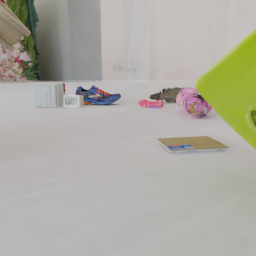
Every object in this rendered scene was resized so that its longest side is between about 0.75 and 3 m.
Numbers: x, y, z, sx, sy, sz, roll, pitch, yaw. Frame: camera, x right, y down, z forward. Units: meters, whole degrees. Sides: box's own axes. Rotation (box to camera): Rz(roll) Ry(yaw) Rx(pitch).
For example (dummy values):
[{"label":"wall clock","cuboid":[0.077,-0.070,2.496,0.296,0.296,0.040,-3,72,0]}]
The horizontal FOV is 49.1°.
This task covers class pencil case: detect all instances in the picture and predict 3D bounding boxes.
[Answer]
[{"label":"pencil case","cuboid":[2.292,-0.947,9.870,0.984,0.942,2.275,44,10,-6]}]

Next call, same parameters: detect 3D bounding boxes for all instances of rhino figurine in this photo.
[{"label":"rhino figurine","cuboid":[2.027,-1.595,13.578,2.429,0.726,1.062,-9,14,-30]}]

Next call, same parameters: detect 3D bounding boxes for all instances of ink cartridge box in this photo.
[{"label":"ink cartridge box","cuboid":[-3.364,-1.439,12.144,0.953,0.958,1.318,1,12,6]}]

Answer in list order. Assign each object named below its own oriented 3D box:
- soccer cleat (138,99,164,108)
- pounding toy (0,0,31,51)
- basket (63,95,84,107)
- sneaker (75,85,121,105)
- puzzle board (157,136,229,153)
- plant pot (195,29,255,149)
[{"label":"soccer cleat","cuboid":[0.964,-0.977,11.664,1.083,0.361,0.414,0,-19,23]},{"label":"pounding toy","cuboid":[-3.638,-2.773,6.656,1.371,2.390,1.366,-41,6,5]},{"label":"basket","cuboid":[-2.301,-1.149,11.908,0.772,0.523,0.476,4,8,20]},{"label":"sneaker","cuboid":[-1.416,-1.501,12.696,2.223,0.872,0.837,1,13,7]},{"label":"puzzle board","cuboid":[1.272,0.333,5.669,1.177,0.102,0.887,-3,13,-10]},{"label":"plant pot","cuboid":[2.530,-0.425,3.029,2.354,2.136,2.342,-42,-14,30]}]
